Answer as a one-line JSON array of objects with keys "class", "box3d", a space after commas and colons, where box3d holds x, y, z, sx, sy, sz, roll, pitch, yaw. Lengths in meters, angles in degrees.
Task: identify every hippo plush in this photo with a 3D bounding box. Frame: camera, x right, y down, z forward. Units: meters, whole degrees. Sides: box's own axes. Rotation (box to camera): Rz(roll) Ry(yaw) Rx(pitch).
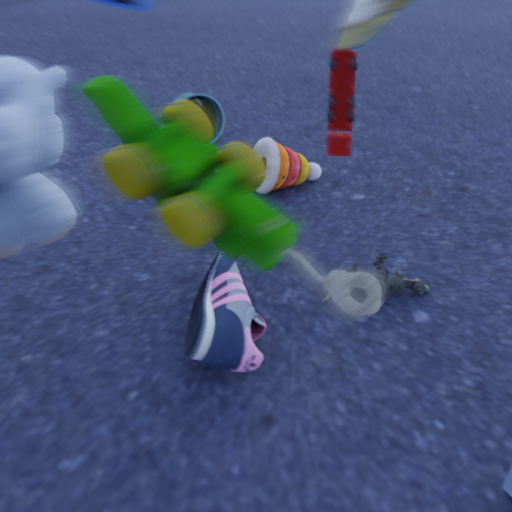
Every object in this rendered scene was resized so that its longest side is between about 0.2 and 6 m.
[{"class": "hippo plush", "box3d": [-3.355, -1.465, 6.785, 2.078, 2.609, 2.098, -7, 48, -6]}]

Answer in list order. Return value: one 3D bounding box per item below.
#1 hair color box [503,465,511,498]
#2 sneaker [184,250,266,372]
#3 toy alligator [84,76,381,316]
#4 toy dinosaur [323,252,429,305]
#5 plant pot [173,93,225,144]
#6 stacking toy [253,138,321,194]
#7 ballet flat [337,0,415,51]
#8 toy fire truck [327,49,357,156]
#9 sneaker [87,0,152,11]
[{"class": "hair color box", "box3d": [3.500, 2.722, 5.688, 0.834, 0.511, 1.685, -16, 37, -23]}, {"class": "sneaker", "box3d": [-0.386, 0.821, 8.458, 1.064, 0.910, 2.595, 23, 30, -10]}, {"class": "toy alligator", "box3d": [-0.375, -0.472, 6.064, 3.785, 1.027, 1.122, 39, 62, 3]}, {"class": "toy dinosaur", "box3d": [1.942, 0.377, 9.330, 1.814, 0.430, 0.799, -6, 41, -3]}, {"class": "plant pot", "box3d": [-1.646, -3.673, 14.685, 1.339, 1.339, 1.312, -11, 28, -16]}, {"class": "stacking toy", "box3d": [0.764, -1.938, 12.384, 1.646, 1.203, 1.203, 0, 30, -28]}, {"class": "ballet flat", "box3d": [2.184, -4.471, 9.897, 2.178, 0.770, 0.770, -37, 36, 8]}, {"class": "toy fire truck", "box3d": [1.252, -2.215, 8.255, 0.368, 1.509, 1.064, 2, 14, 7]}, {"class": "sneaker", "box3d": [-2.794, -4.997, 10.042, 2.006, 0.781, 0.703, 0, 38, -29]}]
